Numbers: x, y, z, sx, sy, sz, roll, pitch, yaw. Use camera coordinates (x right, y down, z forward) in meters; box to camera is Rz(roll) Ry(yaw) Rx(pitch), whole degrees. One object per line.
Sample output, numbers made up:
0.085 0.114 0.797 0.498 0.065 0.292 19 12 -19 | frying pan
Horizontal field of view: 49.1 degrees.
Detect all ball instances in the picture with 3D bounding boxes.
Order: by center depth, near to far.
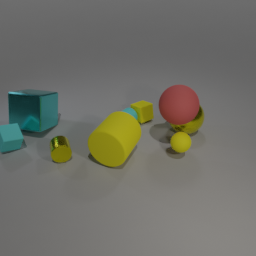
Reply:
1.796 0.486 9.525 0.700 0.700 0.700 0 31 0 | ball
1.769 -0.803 9.750 1.400 1.400 1.400 0 31 0 | ball
2.288 -0.450 11.025 1.400 1.400 1.400 0 31 0 | ball

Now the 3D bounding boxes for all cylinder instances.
-0.429 0.352 9.487 1.400 1.400 1.400 12 35 20 | cylinder
-2.338 0.728 9.702 0.700 0.700 0.700 -9 31 -15 | cylinder
-0.080 -0.400 11.629 0.700 0.700 0.700 20 37 30 | cylinder

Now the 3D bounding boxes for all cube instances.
-4.259 0.346 10.039 0.700 0.700 0.700 -11 61 -40 | cube
-3.747 -0.740 11.195 1.400 1.400 1.400 8 15 13 | cube
0.604 -0.708 12.011 0.700 0.700 0.700 -21 28 -30 | cube
